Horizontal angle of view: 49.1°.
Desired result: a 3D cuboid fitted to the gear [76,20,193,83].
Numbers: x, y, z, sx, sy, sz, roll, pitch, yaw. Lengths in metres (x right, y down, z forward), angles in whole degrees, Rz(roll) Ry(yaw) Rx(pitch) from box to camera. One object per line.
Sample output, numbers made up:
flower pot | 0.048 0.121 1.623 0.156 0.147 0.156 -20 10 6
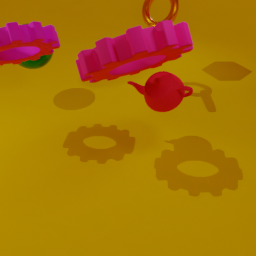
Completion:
gear | 0.116 -1.317 5.094 2.066 0.382 2.066 -16 2 1

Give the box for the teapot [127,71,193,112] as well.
teapot | 0.761 -0.914 6.621 1.604 0.785 0.997 9 70 29

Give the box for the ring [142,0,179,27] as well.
ring | 0.940 -3.507 8.253 1.199 1.199 0.240 29 20 29

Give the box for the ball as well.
ball | -2.933 -2.458 8.489 1.327 1.327 1.327 0 42 0

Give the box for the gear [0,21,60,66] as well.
gear | -2.447 -1.768 6.059 1.869 0.346 1.869 -15 5 1
